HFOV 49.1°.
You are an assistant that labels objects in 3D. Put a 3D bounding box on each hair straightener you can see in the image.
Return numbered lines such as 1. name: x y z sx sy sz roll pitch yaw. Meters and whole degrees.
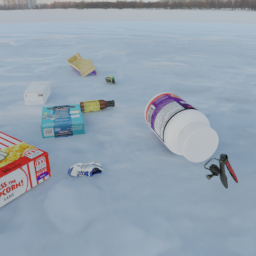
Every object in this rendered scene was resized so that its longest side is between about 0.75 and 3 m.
1. hair straightener: 1.802 0.899 5.476 0.552 1.435 0.294 -32 55 8

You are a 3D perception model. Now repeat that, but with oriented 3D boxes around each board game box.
1. board game box: -3.605 0.859 6.258 2.991 0.693 2.266 17 30 31
2. board game box: -2.088 -0.252 8.943 1.262 0.392 1.672 -6 26 -12

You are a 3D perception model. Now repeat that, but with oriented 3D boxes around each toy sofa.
1. toy sofa: -2.467 -3.278 15.009 0.821 0.967 1.982 -35 36 -11

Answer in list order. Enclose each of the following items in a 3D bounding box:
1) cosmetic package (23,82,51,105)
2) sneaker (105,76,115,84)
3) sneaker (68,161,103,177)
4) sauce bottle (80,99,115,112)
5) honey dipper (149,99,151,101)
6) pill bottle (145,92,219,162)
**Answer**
1. cosmetic package: -3.605 -1.413 11.230 0.753 0.549 1.482 -1 27 -2
2. sneaker: -0.849 -2.229 13.235 0.380 0.348 0.892 -16 20 -16
3. sneaker: -0.976 0.981 6.477 0.812 0.306 0.358 -12 28 -22
4. sauce bottle: -1.101 -0.820 10.141 1.256 0.415 0.415 -6 26 -14
5. honey dipper: 1.498 -0.717 10.041 1.667 0.317 0.317 21 32 34
6. pill bottle: 1.389 -0.052 7.516 1.259 1.259 2.261 -8 27 -15
